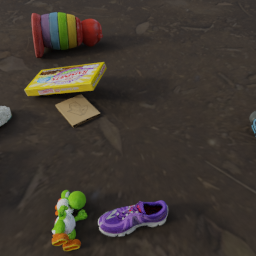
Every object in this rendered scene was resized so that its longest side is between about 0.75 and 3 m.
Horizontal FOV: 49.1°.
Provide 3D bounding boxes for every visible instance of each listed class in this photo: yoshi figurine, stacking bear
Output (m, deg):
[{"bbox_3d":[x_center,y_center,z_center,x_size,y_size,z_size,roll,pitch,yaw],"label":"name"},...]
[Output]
[{"bbox_3d":[-1.312,2.022,6.531,0.794,0.797,1.417,7,41,-15],"label":"yoshi figurine"},{"bbox_3d":[-2.525,-4.076,11.984,2.846,1.618,1.728,-5,46,-12],"label":"stacking bear"}]

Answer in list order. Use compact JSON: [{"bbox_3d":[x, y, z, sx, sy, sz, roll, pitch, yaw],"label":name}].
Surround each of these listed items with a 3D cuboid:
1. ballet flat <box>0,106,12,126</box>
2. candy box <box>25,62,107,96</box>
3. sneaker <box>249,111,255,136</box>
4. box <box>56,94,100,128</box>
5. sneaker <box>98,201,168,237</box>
[{"bbox_3d":[-4.673,-0.129,8.564,0.860,0.860,2.396,31,53,27],"label":"ballet flat"},{"bbox_3d":[-2.178,-1.703,9.787,2.672,0.353,1.366,-2,43,21],"label":"candy box"},{"bbox_3d":[4.913,-0.016,8.555,2.215,0.811,0.907,-1,57,10],"label":"sneaker"},{"bbox_3d":[-1.704,-0.612,9.479,1.034,0.135,1.265,-28,51,-25],"label":"box"},{"bbox_3d":[0.118,1.986,6.541,1.678,0.700,0.676,-12,47,-11],"label":"sneaker"}]
